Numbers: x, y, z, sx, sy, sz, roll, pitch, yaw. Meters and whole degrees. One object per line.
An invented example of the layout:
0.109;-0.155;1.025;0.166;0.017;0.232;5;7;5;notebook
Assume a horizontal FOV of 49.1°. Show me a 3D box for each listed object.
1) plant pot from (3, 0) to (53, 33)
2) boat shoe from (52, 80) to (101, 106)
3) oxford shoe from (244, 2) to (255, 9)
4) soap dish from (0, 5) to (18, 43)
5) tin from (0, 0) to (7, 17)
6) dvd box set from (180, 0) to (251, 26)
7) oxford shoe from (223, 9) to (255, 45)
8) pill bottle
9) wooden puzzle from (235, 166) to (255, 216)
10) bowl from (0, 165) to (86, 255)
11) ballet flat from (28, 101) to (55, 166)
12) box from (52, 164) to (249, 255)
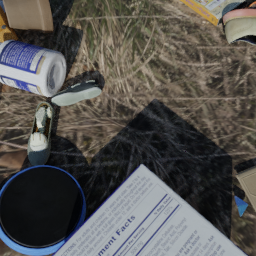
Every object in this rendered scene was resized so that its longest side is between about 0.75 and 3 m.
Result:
-3.023;-3.527;8.410;1.226;1.406;1.406;-14;63;-18;plant pot
-1.447;-0.980;7.718;1.381;0.522;0.416;-14;64;-20;boat shoe
4.115;-3.922;9.361;0.912;0.325;0.332;-34;86;-10;oxford shoe
-4.322;-3.149;8.558;1.290;0.666;1.639;-28;76;-10;soap dish
-4.581;-3.803;9.282;1.497;0.313;0.838;-17;68;-9;tin
2.744;-4.748;9.709;1.851;0.372;2.530;-39;69;-18;dvd box set
4.309;-3.006;8.651;2.764;0.978;1.020;-1;86;1;oxford shoe
-2.881;-1.698;7.649;2.079;1.244;1.244;17;64;9;pill bottle
3.235;1.403;6.629;1.714;0.200;1.156;-13;63;-7;wooden puzzle
-1.868;1.708;6.097;1.940;0.381;1.940;8;58;-13;bowl
-2.241;0.109;7.099;0.587;0.555;1.742;1;63;0;ballet flat
0.387;2.578;5.333;2.692;1.413;2.476;40;70;18;box
